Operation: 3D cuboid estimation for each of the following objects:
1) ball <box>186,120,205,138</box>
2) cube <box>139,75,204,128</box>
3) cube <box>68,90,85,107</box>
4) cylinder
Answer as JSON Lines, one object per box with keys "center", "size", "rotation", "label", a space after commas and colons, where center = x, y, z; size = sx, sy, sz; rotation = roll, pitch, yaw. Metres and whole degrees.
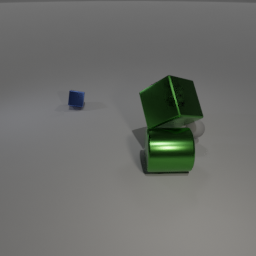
{"center": [2.477, 0.015, 10.328], "size": [0.700, 0.700, 0.700], "rotation": [0, 28, 0], "label": "ball"}
{"center": [1.457, -0.790, 9.525], "size": [1.400, 1.400, 1.400], "rotation": [1, -19, -44], "label": "cube"}
{"center": [-2.453, -1.415, 13.378], "size": [0.700, 0.700, 0.700], "rotation": [7, 9, -8], "label": "cube"}
{"center": [1.273, 0.691, 8.908], "size": [1.400, 1.400, 1.400], "rotation": [-1, 28, -2], "label": "cylinder"}
